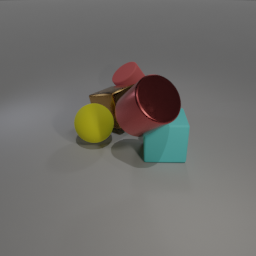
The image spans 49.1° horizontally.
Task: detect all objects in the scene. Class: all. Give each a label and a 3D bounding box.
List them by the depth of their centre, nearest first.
[{"bbox_3d":[0.529,-0.586,7.881,1.400,1.400,1.400,-18,-7,-29],"label":"cylinder"},{"bbox_3d":[1.247,0.222,9.611,1.400,1.400,1.400,0,28,2],"label":"cube"},{"bbox_3d":[-1.205,-0.172,9.968,1.400,1.400,1.400,0,28,0],"label":"ball"},{"bbox_3d":[-0.485,-0.889,11.366,1.400,1.400,1.400,2,23,43],"label":"cube"},{"bbox_3d":[0.184,-2.212,13.512,1.400,1.400,1.400,-26,38,22],"label":"cylinder"}]
